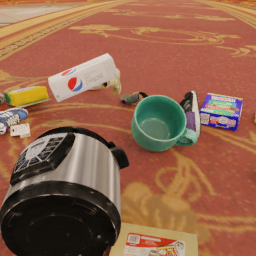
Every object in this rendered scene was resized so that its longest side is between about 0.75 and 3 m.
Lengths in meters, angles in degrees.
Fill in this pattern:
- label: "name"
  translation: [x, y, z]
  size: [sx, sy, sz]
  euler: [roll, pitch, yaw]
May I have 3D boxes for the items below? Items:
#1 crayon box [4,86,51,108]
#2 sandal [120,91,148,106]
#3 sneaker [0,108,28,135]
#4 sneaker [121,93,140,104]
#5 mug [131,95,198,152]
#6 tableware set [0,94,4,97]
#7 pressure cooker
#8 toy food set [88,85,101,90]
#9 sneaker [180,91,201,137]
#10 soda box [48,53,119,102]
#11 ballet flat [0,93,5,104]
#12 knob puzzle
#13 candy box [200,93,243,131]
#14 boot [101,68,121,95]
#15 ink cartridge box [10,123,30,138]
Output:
- label: "crayon box"
  translation: [-4.588, -1.467, 12.741]
  size: [1.453, 0.596, 2.311]
  euler: [-21, 20, -31]
- label: "sandal"
  translation: [0.670, -1.419, 13.306]
  size: [2.153, 0.581, 0.865]
  euler: [11, 33, 20]
- label: "sneaker"
  translation: [-4.856, -0.180, 11.371]
  size: [1.679, 0.676, 1.229]
  euler: [-10, 43, -24]
- label: "sneaker"
  translation: [0.101, -1.277, 12.663]
  size: [0.477, 0.406, 1.091]
  euler: [-6, -10, -29]
- label: "mug"
  translation: [1.135, 0.078, 10.053]
  size: [1.816, 1.366, 2.210]
  euler: [-26, 70, -19]
- label: "tableware set"
  translation: [-6.824, -0.961, 12.273]
  size: [1.672, 0.381, 2.482]
  euler: [26, 48, -4]
- label: "pressure cooker"
  translation: [-1.495, 1.447, 6.895]
  size: [2.621, 2.662, 2.980]
  euler: [20, 29, -14]
- label: "toy food set"
  translation: [-1.993, -2.447, 15.096]
  size: [1.020, 0.429, 1.421]
  euler: [-5, 32, -7]
- label: "sneaker"
  translation: [2.294, -0.720, 11.793]
  size: [1.291, 1.117, 2.949]
  euler: [-1, 32, 9]
- label: "soda box"
  translation: [-1.530, -1.738, 9.573]
  size: [2.271, 0.723, 0.774]
  euler: [-24, 30, -5]
- label: "ballet flat"
  translation: [-6.839, -1.278, 13.079]
  size: [2.009, 0.682, 0.757]
  euler: [-5, 41, -14]
- label: "knob puzzle"
  translation: [0.529, 3.211, 6.151]
  size: [2.447, 0.339, 2.447]
  euler: [0, 32, 0]
- label: "candy box"
  translation: [4.032, -0.743, 12.098]
  size: [1.585, 0.722, 1.875]
  euler: [12, 33, 20]
- label: "boot"
  translation: [-0.761, -1.905, 12.464]
  size: [0.478, 1.313, 1.021]
  euler: [23, 41, 25]
- label: "ink cartridge box"
  translation: [-4.317, 0.125, 11.226]
  size: [0.710, 0.180, 0.806]
  euler: [-10, 33, -17]
